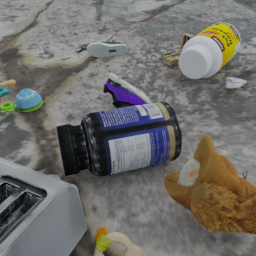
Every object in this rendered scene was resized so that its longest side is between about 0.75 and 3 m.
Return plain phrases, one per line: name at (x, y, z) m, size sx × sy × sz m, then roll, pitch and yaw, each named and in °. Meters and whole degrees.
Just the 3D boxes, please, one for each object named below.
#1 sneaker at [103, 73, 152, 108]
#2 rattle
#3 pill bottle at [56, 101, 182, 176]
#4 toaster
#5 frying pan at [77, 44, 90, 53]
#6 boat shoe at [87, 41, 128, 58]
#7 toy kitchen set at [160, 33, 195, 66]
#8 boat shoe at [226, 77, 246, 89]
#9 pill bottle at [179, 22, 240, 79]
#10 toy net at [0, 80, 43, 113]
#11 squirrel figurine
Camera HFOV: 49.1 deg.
sneaker at (-0.052, -0.972, 9.165) m, size 1.737 × 0.864 × 0.604 m, roll 34°, pitch 16°, yaw -3°
rattle at (-0.070, 2.339, 5.273) m, size 1.146 × 0.818 × 0.746 m, roll 14°, pitch 71°, yaw -6°
pill bottle at (-0.240, 0.296, 6.765) m, size 2.757 × 1.542 × 1.542 m, roll -10°, pitch 39°, yaw -13°
toaster at (-2.472, 1.756, 4.456) m, size 2.576 × 1.690 × 2.849 m, roll 14°, pitch 35°, yaw 22°
frying pan at (-2.069, -3.799, 13.186) m, size 1.033 × 0.168 × 0.625 m, roll -20°, pitch 41°, yaw -28°
boat shoe at (-0.939, -3.545, 12.503) m, size 1.832 × 0.648 × 0.583 m, roll -3°, pitch 38°, yaw -16°
toy kitchen set at (1.958, -3.385, 11.850) m, size 1.228 × 1.108 × 1.002 m, roll -21°, pitch 42°, yaw -31°
boat shoe at (3.880, -1.603, 10.156) m, size 1.202 × 0.393 × 0.442 m, roll -5°, pitch 26°, yaw -41°
pill bottle at (3.157, -2.986, 10.939) m, size 1.601 × 1.601 × 2.931 m, roll 24°, pitch 44°, yaw 27°
toy net at (-4.375, -1.102, 9.433) m, size 2.980 × 0.576 × 1.564 m, roll 20°, pitch 45°, yaw 26°
squirrel figurine at (1.940, 1.368, 5.321) m, size 1.840 × 1.395 × 1.972 m, roll 30°, pitch 18°, yaw -17°
